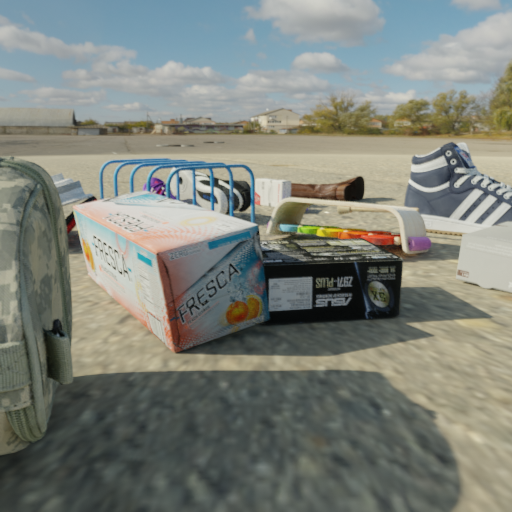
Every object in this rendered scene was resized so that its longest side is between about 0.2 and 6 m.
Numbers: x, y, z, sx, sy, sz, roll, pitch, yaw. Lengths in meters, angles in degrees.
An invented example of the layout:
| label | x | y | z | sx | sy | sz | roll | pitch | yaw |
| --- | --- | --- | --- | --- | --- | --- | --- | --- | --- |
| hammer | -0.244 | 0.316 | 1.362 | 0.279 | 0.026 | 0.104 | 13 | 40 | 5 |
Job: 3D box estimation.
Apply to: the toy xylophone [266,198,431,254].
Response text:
| label | x | y | z | sx | sy | sz | roll | pitch | yaw |
| --- | --- | --- | --- | --- | --- | --- | --- | --- | --- |
| toy xylophone | 1.797 | -0.602 | 10.238 | 2.960 | 0.744 | 2.167 | 11 | 9 | 43 |

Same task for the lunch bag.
| label | x | y | z | sx | sy | sz | roll | pitch | yaw |
| --- | --- | --- | --- | --- | --- | --- | --- | --- | --- |
| lunch bag | -2.490 | 0.394 | 3.295 | 2.700 | 1.881 | 2.265 | -4 | 12 | -17 |

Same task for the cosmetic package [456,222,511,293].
| label | x | y | z | sx | sy | sz | roll | pitch | yaw |
| --- | --- | --- | --- | --- | --- | --- | --- | --- | --- |
| cosmetic package | 3.575 | -0.017 | 7.850 | 0.870 | 0.735 | 1.629 | 16 | 17 | 40 |

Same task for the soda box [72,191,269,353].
| label | x | y | z | sx | sy | sz | roll | pitch | yaw |
| --- | --- | --- | --- | --- | --- | --- | --- | --- | --- |
| soda box | -1.178 | -0.019 | 6.672 | 1.135 | 1.055 | 3.318 | -17 | 20 | -27 |

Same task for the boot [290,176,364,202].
| label | x | y | z | sx | sy | sz | roll | pitch | yaw |
| --- | --- | --- | --- | --- | --- | --- | --- | --- | --- |
| boot | 1.971 | -1.990 | 16.831 | 2.220 | 0.713 | 2.069 | 2 | 10 | 31 |

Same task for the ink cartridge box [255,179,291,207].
| label | x | y | z | sx | sy | sz | roll | pitch | yaw |
| --- | --- | --- | --- | --- | --- | --- | --- | --- | --- |
| ink cartridge box | 0.462 | -1.726 | 15.346 | 0.989 | 0.726 | 0.410 | 13 | 17 | 41 |

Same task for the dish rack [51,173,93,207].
| label | x | y | z | sx | sy | sz | roll | pitch | yaw |
| --- | --- | --- | --- | --- | --- | --- | --- | --- | --- |
| dish rack | -4.488 | -0.919 | 10.270 | 2.674 | 0.582 | 2.295 | -23 | 14 | -22 |

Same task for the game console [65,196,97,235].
| label | x | y | z | sx | sy | sz | roll | pitch | yaw |
| --- | --- | --- | --- | --- | --- | --- | --- | --- | --- |
| game console | -3.856 | -0.755 | 10.323 | 0.983 | 1.428 | 1.657 | 42 | 6 | -13 |

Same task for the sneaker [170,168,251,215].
| label | x | y | z | sx | sy | sz | roll | pitch | yaw |
| --- | --- | --- | --- | --- | --- | --- | --- | --- | --- |
| sneaker | -0.982 | -1.530 | 13.336 | 1.316 | 0.860 | 2.353 | -11 | 31 | -37 |

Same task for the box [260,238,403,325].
| label | x | y | z | sx | sy | sz | roll | pitch | yaw |
| --- | --- | --- | --- | --- | --- | --- | --- | --- | --- |
| box | 0.714 | 0.251 | 6.646 | 1.612 | 0.694 | 1.320 | -2 | 13 | -10 |

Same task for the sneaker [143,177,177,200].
| label | x | y | z | sx | sy | sz | roll | pitch | yaw |
| --- | --- | --- | --- | --- | --- | --- | --- | --- | --- |
| sneaker | -2.189 | -1.233 | 12.562 | 0.965 | 0.998 | 2.392 | -7 | 15 | -26 |

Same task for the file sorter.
| label | x | y | z | sx | sy | sz | roll | pitch | yaw |
| --- | --- | --- | --- | --- | --- | --- | --- | --- | --- |
| file sorter | -1.390 | -0.823 | 9.510 | 1.753 | 1.550 | 2.527 | -11 | 17 | -38 |

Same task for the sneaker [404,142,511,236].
| label | x | y | z | sx | sy | sz | roll | pitch | yaw |
| --- | --- | --- | --- | --- | --- | --- | --- | --- | --- |
| sneaker | 4.530 | -1.301 | 10.980 | 3.333 | 1.808 | 1.168 | 8 | 15 | 32 |

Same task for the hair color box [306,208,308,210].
| label | x | y | z | sx | sy | sz | roll | pitch | yaw |
| --- | --- | --- | --- | --- | --- | --- | --- | --- | --- |
| hair color box | 0.998 | -1.268 | 14.303 | 0.494 | 0.293 | 0.904 | 3 | 14 | 17 |
